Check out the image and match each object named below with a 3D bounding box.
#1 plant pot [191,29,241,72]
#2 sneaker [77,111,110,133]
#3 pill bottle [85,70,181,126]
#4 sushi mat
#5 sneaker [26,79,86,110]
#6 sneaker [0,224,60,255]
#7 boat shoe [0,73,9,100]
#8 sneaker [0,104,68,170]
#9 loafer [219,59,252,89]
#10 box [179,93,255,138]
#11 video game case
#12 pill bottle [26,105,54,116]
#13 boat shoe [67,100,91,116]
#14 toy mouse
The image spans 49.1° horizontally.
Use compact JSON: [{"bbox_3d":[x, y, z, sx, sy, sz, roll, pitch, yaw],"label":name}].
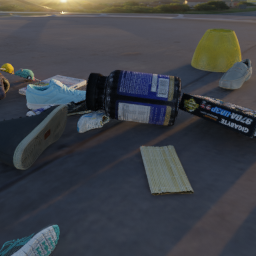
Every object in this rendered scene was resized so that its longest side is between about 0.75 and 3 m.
[{"bbox_3d":[4.910,-4.326,15.238,2.686,1.906,2.686,0,27,0],"label":"plant pot"},{"bbox_3d":[-1.092,-0.193,8.765,0.497,0.471,1.231,20,35,30],"label":"sneaker"},{"bbox_3d":[0.160,-0.988,8.826,2.805,1.569,1.569,8,28,3],"label":"pill bottle"},{"bbox_3d":[0.879,0.958,6.893,0.946,0.120,1.977,-3,27,-4],"label":"sushi mat"},{"bbox_3d":[-2.460,-1.277,10.248,2.513,1.030,0.929,-7,29,-13],"label":"sneaker"},{"bbox_3d":[-1.733,1.962,4.541,0.613,0.522,1.345,15,29,34],"label":"sneaker"},{"bbox_3d":[-5.247,-1.687,11.205,0.918,1.019,2.833,4,20,-21],"label":"boat shoe"},{"bbox_3d":[-2.762,-0.068,7.656,1.454,1.024,2.738,16,31,9],"label":"sneaker"},{"bbox_3d":[4.848,-2.447,12.559,0.999,0.997,2.857,18,32,30],"label":"loafer"},{"bbox_3d":[3.056,-0.400,8.394,1.955,0.566,2.460,1,20,-45],"label":"box"},{"bbox_3d":[-3.210,-1.786,12.142,1.706,0.215,2.383,14,30,25],"label":"video game case"},{"bbox_3d":[-2.570,-0.373,8.926,0.633,0.633,1.140,24,35,38],"label":"pill bottle"},{"bbox_3d":[-2.002,-0.728,9.805,1.415,0.478,0.508,-11,29,-16],"label":"boat shoe"},{"bbox_3d":[-4.703,-2.477,12.709,1.873,0.408,2.108,16,3,-5],"label":"toy mouse"}]
